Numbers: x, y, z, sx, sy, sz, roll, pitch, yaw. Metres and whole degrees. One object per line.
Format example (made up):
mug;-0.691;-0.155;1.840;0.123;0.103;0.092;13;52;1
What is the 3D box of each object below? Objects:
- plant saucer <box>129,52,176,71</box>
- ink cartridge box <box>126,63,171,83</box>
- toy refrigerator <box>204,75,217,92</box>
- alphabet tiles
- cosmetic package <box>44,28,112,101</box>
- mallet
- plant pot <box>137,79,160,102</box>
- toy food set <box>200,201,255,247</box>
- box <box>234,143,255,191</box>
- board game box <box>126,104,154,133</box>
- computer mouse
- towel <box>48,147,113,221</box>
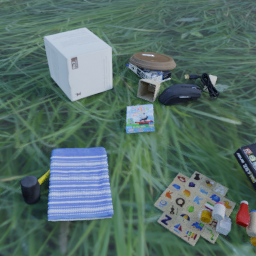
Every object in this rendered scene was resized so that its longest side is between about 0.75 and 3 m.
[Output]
plant saucer;1.194;-3.270;13.533;2.289;0.337;2.289;4;28;-2
ink cartridge box;0.925;-2.871;13.451;1.154;0.455;2.320;-24;46;-24
toy refrigerator;3.677;-1.965;12.510;0.359;0.331;0.947;19;46;14
alphabet tiles;1.904;2.185;7.991;1.851;0.070;2.225;27;48;28
cosmetic package;-2.134;-2.821;12.174;2.026;2.024;2.456;-23;47;-25
mallet;-2.330;1.216;8.553;0.492;0.788;2.393;19;45;20
plant pot;0.950;-1.670;11.884;0.791;0.792;0.701;22;34;24
toy food set;2.762;2.299;7.244;1.632;0.779;0.734;21;44;12
box;4.301;1.309;8.201;1.590;0.484;1.973;-11;59;-18
board game box;0.459;-0.371;10.673;1.029;0.249;1.360;-5;40;6
computer mouse;2.469;-1.806;11.868;2.484;0.572;1.744;-8;46;3
towel;-1.403;1.532;8.276;1.780;0.293;2.459;1;44;-12
